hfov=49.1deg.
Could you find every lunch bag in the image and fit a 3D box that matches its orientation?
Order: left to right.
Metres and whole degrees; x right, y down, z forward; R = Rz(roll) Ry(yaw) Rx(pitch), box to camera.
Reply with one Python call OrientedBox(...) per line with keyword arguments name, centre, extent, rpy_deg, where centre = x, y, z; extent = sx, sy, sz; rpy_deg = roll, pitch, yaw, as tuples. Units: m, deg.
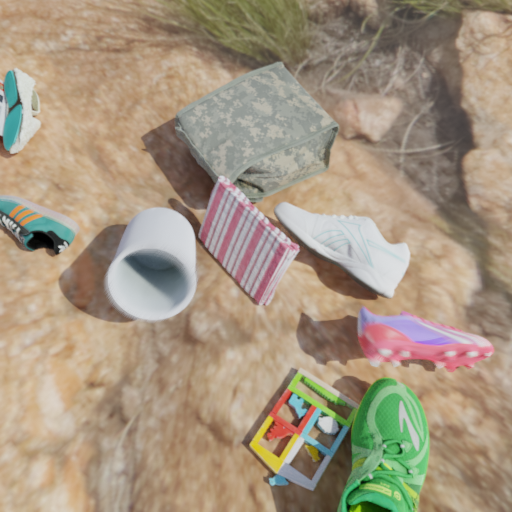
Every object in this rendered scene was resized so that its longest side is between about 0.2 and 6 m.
OrientedBox(name="lunch bag", centre=(-0.067, -2.254, 10.757), extent=(2.546, 1.497, 2.088), rpy_deg=(-26, 63, -20))

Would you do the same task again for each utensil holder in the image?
OrientedBox(name="utensil holder", centre=(-1.618, 0.068, 9.019), extent=(1.306, 1.306, 1.537), rpy_deg=(-5, 28, -3))

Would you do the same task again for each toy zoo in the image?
OrientedBox(name="toy zoo", centre=(0.693, 2.719, 8.556), extent=(1.140, 0.178, 1.738), rpy_deg=(31, 64, 17))

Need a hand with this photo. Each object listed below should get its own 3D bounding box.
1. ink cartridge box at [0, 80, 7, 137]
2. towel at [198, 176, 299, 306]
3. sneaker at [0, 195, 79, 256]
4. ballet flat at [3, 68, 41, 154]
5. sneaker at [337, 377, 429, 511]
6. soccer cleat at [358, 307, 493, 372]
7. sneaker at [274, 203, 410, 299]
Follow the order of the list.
OrientedBox(name="ink cartridge box", centre=(-5.681, -3.087, 11.618), extent=(0.620, 1.298, 1.478), rpy_deg=(-21, 56, 23))
OrientedBox(name="towel", centre=(-0.207, -0.251, 9.665), extent=(0.294, 1.440, 1.968), rpy_deg=(-21, 58, -42))
OrientedBox(name="sneaker", centre=(-4.208, -0.547, 10.224), extent=(1.811, 0.646, 0.724), rpy_deg=(17, 56, 8))
OrientedBox(name="ballet flat", centre=(-4.809, -2.992, 11.646), extent=(0.747, 0.747, 2.082), rpy_deg=(-9, 67, -5))
OrientedBox(name="sneaker", centre=(1.764, 3.177, 7.598), extent=(1.199, 1.353, 3.238), rpy_deg=(14, 60, 9))
OrientedBox(name="soccer cleat", centre=(2.656, 1.262, 8.713), extent=(2.327, 0.776, 0.890), rpy_deg=(5, 54, -18))
OrientedBox(name="sneaker", centre=(1.492, -0.314, 9.843), extent=(2.561, 0.901, 1.026), rpy_deg=(33, 89, 12))
